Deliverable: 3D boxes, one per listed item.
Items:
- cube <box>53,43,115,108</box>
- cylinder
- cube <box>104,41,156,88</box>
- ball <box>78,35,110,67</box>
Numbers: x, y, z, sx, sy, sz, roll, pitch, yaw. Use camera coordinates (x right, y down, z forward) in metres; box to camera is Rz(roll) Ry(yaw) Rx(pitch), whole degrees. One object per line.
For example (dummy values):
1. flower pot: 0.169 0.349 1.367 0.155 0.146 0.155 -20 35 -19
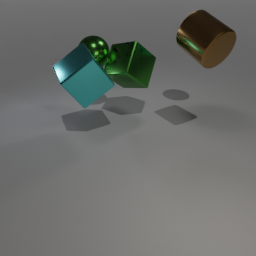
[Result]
1. cube: -1.578 -1.861 9.986 1.400 1.400 1.400 -37 44 5
2. cylinder: 2.563 -2.929 9.265 1.400 1.400 1.400 -18 54 -30
3. cube: 0.068 -2.542 11.498 1.400 1.400 1.400 8 -12 43
4. ball: -1.450 -3.176 11.827 1.400 1.400 1.400 0 29 0
